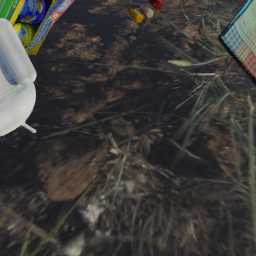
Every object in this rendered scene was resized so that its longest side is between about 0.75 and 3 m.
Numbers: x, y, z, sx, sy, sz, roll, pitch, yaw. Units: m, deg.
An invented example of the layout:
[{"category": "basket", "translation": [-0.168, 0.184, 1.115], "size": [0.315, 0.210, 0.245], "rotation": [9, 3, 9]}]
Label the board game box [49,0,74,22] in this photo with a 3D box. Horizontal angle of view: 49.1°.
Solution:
[{"category": "board game box", "translation": [-1.275, -3.601, 7.137], "size": [2.034, 0.198, 1.047], "rotation": [-42, 32, 13]}]

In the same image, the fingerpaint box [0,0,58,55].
[{"category": "fingerpaint box", "translation": [-2.951, -3.465, 7.930], "size": [1.007, 2.746, 2.291], "rotation": [38, 19, 2]}]

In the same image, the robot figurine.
[{"category": "robot figurine", "translation": [-2.432, -0.907, 4.327], "size": [2.203, 2.597, 1.467], "rotation": [-8, 29, 29]}]

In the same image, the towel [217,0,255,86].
[{"category": "towel", "translation": [3.203, -2.155, 5.943], "size": [2.582, 1.894, 0.280], "rotation": [-51, 17, -10]}]

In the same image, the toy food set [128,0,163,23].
[{"category": "toy food set", "translation": [0.591, -3.768, 8.018], "size": [0.689, 1.442, 0.649], "rotation": [2, 40, -36]}]
